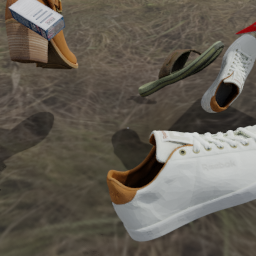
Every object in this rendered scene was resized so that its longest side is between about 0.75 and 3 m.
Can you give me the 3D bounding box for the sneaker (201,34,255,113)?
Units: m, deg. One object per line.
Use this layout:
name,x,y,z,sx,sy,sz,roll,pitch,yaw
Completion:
sneaker,2.401,-1.176,6.156,0.711,1.954,0.827,27,2,-10

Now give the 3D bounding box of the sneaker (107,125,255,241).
sneaker,0.941,0.356,3.393,2.586,1.095,0.942,-28,15,0

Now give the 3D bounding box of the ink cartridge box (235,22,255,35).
ink cartridge box,3.901,-3.096,6.564,2.246,1.073,2.558,0,24,38

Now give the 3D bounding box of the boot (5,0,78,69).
boot,-1.818,-2.531,6.544,1.041,2.185,2.825,3,6,5

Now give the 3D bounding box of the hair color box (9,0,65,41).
hair color box,-1.583,-1.933,4.901,0.879,0.266,0.439,34,68,15

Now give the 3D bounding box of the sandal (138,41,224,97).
sandal,1.082,-1.420,6.604,2.393,0.683,0.950,-22,5,40
